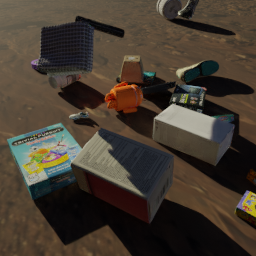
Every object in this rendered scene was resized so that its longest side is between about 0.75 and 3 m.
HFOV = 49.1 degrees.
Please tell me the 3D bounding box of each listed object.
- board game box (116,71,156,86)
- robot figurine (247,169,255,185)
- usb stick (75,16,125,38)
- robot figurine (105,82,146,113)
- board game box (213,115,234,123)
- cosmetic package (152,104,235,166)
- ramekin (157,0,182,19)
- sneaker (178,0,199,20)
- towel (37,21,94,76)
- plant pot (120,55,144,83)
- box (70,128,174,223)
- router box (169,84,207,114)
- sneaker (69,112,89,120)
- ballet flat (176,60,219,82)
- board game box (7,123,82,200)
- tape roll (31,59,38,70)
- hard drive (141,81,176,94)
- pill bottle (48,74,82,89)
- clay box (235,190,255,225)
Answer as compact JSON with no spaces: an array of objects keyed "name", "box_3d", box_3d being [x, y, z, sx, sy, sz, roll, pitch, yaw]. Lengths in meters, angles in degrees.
[{"name":"board game box","box_3d":[0.457,-2.775,15.151,1.929,0.272,1.305,8,35,12]},{"name":"robot figurine","box_3d":[4.441,1.688,8.413,1.090,0.438,1.503,-24,41,-29]},{"name":"usb stick","box_3d":[-1.198,-4.383,12.175,2.200,0.359,0.610,13,33,-13]},{"name":"robot figurine","box_3d":[-0.106,-1.359,12.390,1.771,1.033,1.274,-14,34,-19]},{"name":"board game box","box_3d":[3.445,-0.258,10.858,0.837,0.248,1.100,-6,-8,-9]},{"name":"cosmetic package","box_3d":[2.334,0.166,10.153,2.550,1.035,1.439,26,42,31]},{"name":"ramekin","box_3d":[3.917,-11.221,25.970,2.243,2.243,1.177,-11,46,-16]},{"name":"sneaker","box_3d":[2.266,-4.509,10.292,0.525,0.808,1.400,24,34,7]},{"name":"towel","box_3d":[-2.071,-2.557,9.127,1.893,1.567,0.810,1,1,22]},{"name":"plant pot","box_3d":[0.225,-3.099,14.458,1.196,1.059,1.194,3,36,4]},{"name":"box","box_3d":[-0.114,1.284,7.941,2.441,1.330,1.561,20,52,25]},{"name":"router box","box_3d":[2.721,-1.267,12.631,1.439,0.596,1.920,9,35,14]},{"name":"sneaker","box_3d":[-2.067,-0.537,11.835,0.820,0.297,0.295,-7,36,-8]},{"name":"ballet flat","box_3d":[3.761,-3.171,15.280,2.662,0.925,0.925,-19,38,-26]},{"name":"board game box","box_3d":[-2.650,0.947,9.345,1.999,0.622,2.648,-20,39,-27]},{"name":"tape roll","box_3d":[-5.222,-3.775,16.597,0.952,0.312,0.952,0,33,0]},{"name":"hard drive","box_3d":[1.415,-1.916,13.378,1.604,0.339,1.082,-13,8,-4]},{"name":"pill bottle","box_3d":[-3.237,-2.620,14.359,0.906,0.906,1.636,21,40,28]},{"name":"clay box","box_3d":[3.729,2.332,7.551,1.403,0.334,0.806,24,41,32]}]
